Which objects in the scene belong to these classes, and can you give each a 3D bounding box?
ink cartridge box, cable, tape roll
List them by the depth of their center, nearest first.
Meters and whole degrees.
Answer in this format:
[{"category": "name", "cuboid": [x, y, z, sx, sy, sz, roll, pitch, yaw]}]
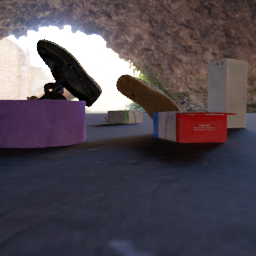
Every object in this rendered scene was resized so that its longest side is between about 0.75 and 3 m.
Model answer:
[{"category": "tape roll", "cuboid": [-1.947, -0.142, 5.960, 2.091, 0.888, 2.091, 1, 3, 0]}, {"category": "ink cartridge box", "cuboid": [1.399, -0.045, 6.249, 1.105, 0.639, 1.901, -1, 4, -15]}, {"category": "cable", "cuboid": [-2.318, -0.747, 8.453, 1.418, 0.735, 2.920, -10, 23, -22]}, {"category": "ink cartridge box", "cuboid": [-0.128, -0.563, 13.786, 1.104, 0.665, 1.519, 4, 7, 37]}]

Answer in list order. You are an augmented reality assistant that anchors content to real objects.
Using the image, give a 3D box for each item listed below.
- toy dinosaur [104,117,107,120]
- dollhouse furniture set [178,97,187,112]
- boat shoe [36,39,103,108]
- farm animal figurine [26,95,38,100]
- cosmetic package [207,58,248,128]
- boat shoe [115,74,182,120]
[{"category": "toy dinosaur", "cuboid": [-0.632, -0.585, 16.606, 1.847, 0.538, 0.934, -10, 24, -26]}, {"category": "dollhouse furniture set", "cuboid": [2.540, -0.639, 11.118, 1.650, 1.171, 1.307, -2, 4, -24]}, {"category": "boat shoe", "cuboid": [-1.924, -1.615, 8.859, 0.986, 0.874, 2.637, -9, -43, 39]}, {"category": "farm animal figurine", "cuboid": [-3.074, -0.656, 9.984, 2.675, 1.345, 2.160, 2, 5, 19]}, {"category": "cosmetic package", "cuboid": [3.722, -1.268, 10.523, 1.267, 2.499, 0.890, -2, 5, -33]}, {"category": "boat shoe", "cuboid": [0.771, -0.916, 8.726, 2.461, 0.871, 0.853, 38, 24, -6]}]
